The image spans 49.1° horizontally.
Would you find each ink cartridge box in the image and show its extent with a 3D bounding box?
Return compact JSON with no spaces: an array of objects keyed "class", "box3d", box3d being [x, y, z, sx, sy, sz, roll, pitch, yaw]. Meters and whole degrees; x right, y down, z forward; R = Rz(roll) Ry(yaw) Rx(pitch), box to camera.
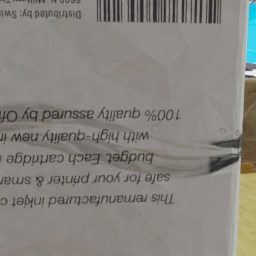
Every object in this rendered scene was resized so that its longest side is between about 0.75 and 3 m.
[{"class":"ink cartridge box","box3d":[-0.369,-0.183,1.771,1.858,2.567,1.083,-1,8,-2]}]

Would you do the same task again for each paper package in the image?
[{"class":"paper package","box3d":[1.775,-0.259,5.299,2.404,1.305,2.522,-3,9,-16]}]

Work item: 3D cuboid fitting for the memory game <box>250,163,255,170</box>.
[{"class":"memory game","box3d":[2.589,0.596,4.198,1.429,0.091,1.429,-1,8,0]}]
